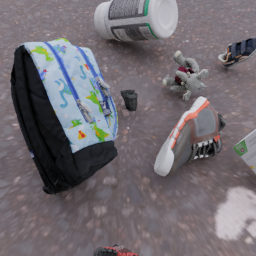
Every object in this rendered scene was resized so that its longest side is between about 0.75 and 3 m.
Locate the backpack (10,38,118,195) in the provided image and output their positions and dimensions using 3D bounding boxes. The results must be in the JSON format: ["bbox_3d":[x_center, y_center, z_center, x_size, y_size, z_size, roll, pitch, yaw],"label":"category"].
[{"bbox_3d":[-1.311,-0.372,5.574,2.144,2.275,2.789,-34,87,-31],"label":"backpack"}]

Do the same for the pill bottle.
[{"bbox_3d":[0.203,-3.885,9.881,2.771,1.567,1.567,12,43,39],"label":"pill bottle"}]

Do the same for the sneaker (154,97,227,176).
[{"bbox_3d":[1.607,0.235,6.338,1.160,1.091,2.832,36,45,10],"label":"sneaker"}]

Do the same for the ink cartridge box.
[{"bbox_3d":[2.915,0.568,5.827,0.473,0.815,1.126,-28,72,-35],"label":"ink cartridge box"}]

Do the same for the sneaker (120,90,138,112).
[{"bbox_3d":[0.027,-0.750,7.596,0.427,0.510,1.124,-5,19,-3],"label":"sneaker"}]

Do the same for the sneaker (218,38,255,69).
[{"bbox_3d":[3.513,-2.414,8.835,0.604,1.521,0.596,27,60,-17],"label":"sneaker"}]

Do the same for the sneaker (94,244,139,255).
[{"bbox_3d":[-0.235,2.198,4.798,0.465,0.951,0.336,6,72,56],"label":"sneaker"}]

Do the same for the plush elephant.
[{"bbox_3d":[1.675,-1.399,7.931,1.332,1.097,1.032,30,16,-1],"label":"plush elephant"}]
